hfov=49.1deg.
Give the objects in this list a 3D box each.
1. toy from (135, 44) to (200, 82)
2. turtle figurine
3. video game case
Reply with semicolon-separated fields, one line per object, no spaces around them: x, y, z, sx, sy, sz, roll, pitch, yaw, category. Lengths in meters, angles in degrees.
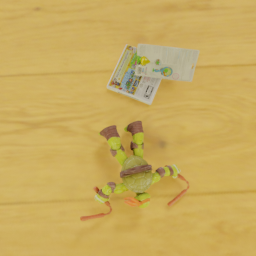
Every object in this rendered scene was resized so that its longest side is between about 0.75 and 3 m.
1.022;-1.820;7.618;1.609;0.927;0.380;5;39;-2;toy
0.001;1.032;6.852;2.808;0.904;2.264;-15;74;-8;turtle figurine
0.292;-1.542;7.990;1.342;0.169;1.475;22;76;6;video game case
